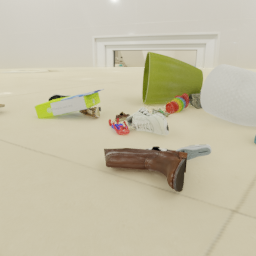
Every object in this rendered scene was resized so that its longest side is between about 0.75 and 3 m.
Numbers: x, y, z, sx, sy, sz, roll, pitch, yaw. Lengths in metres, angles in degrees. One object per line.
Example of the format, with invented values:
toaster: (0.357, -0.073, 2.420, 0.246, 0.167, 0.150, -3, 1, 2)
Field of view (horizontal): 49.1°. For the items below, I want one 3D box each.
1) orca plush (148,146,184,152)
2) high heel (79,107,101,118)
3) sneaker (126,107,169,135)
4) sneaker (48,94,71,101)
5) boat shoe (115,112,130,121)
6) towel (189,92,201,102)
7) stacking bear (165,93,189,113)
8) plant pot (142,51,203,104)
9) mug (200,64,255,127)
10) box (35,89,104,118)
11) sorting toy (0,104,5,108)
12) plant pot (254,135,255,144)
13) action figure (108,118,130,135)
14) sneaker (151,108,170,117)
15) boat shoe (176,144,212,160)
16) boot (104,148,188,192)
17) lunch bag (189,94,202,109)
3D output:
orca plush: (0.918, 0.802, 7.408, 1.126, 0.400, 0.592, 10, -29, -2)
high heel: (-1.724, -0.652, 12.243, 0.987, 0.494, 1.384, -7, 14, 2)
sneaker: (0.683, -0.137, 9.953, 0.886, 0.822, 2.187, -21, 20, -20)
sneaker: (-3.537, -1.523, 15.164, 1.458, 0.552, 0.638, -11, 24, -33)
boat shoe: (-0.212, -0.524, 11.887, 0.338, 0.337, 0.937, 12, 20, 37)
towel: (3.792, -1.824, 16.351, 2.519, 0.287, 1.809, 8, 24, 25)
stacking bear: (2.260, -1.083, 13.283, 1.284, 0.730, 0.780, -28, 11, -40)
plant pot: (2.429, -2.607, 15.244, 2.983, 2.792, 2.792, 4, 15, -3)
mug: (4.806, -1.255, 11.097, 2.896, 2.138, 2.539, -16, 31, -33)
box: (-2.478, -1.096, 12.360, 2.706, 0.645, 1.650, -9, 12, 17)
sorting toy: (-6.500, -0.783, 12.651, 1.206, 0.423, 2.501, 4, 16, 14)
plant pot: (4.662, 0.097, 8.683, 1.297, 0.874, 1.297, 0, 15, 0)
action figure: (-0.309, -0.056, 10.202, 0.519, 0.410, 1.586, -3, 18, -20)
sneaker: (1.437, -0.699, 12.421, 0.873, 0.387, 0.336, 4, 16, 15)
boat shoe: (1.749, 0.635, 7.534, 0.978, 0.360, 0.326, -6, 18, 18)
boot: (0.268, 0.849, 6.396, 2.055, 0.660, 1.915, 6, 7, 14)
lunch bag: (3.804, -1.439, 14.514, 0.974, 0.698, 1.188, -3, 21, -11)
